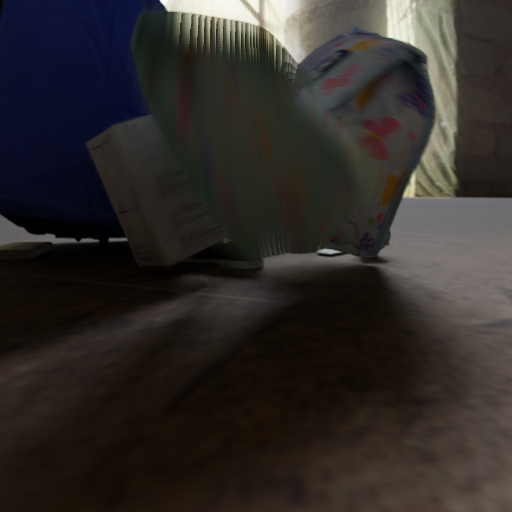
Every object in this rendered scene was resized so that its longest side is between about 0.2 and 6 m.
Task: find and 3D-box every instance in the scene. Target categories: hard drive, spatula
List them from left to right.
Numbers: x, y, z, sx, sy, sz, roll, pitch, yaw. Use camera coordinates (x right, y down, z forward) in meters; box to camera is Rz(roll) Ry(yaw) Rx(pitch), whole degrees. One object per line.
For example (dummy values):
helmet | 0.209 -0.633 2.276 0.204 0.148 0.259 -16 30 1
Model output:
hard drive | -4.115 -0.096 9.642 0.851 0.172 1.291 -1 8 -5
spatula | 1.401 -0.250 10.795 1.660 0.192 2.387 5 9 40

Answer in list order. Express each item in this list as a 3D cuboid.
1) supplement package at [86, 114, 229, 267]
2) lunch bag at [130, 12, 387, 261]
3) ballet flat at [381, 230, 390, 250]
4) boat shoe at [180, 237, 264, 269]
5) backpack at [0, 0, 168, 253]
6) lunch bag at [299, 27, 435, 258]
supplement package | -1.322 -0.885 7.550 1.015 1.854 1.054 -28 14 -32
lunch bag | 0.014 -1.390 6.167 1.625 2.666 2.271 -42 -13 17
ballet flat | 2.012 -0.441 9.844 0.646 0.646 1.797 1 35 11
boat shoe | -0.656 -0.152 8.589 1.829 0.551 0.652 5 9 35
backpack | -2.481 -2.010 10.528 4.152 4.020 4.947 11 -5 -8
lunch bag | 1.262 -1.942 8.767 1.946 3.061 2.596 13 24 -20
